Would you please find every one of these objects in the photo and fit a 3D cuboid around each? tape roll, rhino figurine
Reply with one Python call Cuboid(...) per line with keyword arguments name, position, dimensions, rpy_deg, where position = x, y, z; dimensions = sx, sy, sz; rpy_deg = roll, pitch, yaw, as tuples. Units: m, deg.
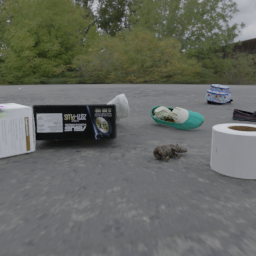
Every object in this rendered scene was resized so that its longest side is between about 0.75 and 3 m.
Cuboid(name="tape roll", position=(2.311, 0.418, 5.646), dimensions=(1.234, 0.847, 1.234), rpy_deg=(1, 11, 0))
Cuboid(name="rhino figurine", position=(1.008, 0.531, 6.514), dimensions=(1.011, 0.302, 0.442), rpy_deg=(-7, 13, -38))

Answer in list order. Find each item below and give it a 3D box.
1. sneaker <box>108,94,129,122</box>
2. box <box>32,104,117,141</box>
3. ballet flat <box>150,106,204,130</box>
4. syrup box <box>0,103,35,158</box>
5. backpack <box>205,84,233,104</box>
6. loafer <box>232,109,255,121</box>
Cuboid(name="sneaker", position=(-0.626, -0.587, 10.117), dimensions=(1.011, 0.793, 2.035), rpy_deg=(-12, -14, -23))
Cuboid(name="box", position=(-1.407, -0.186, 7.942), dimensions=(2.148, 0.925, 1.759), rpy_deg=(-1, 3, -5))
Cuboid(name="ballet flat", position=(1.596, -0.413, 9.888), dimensions=(2.146, 0.723, 0.755), rpy_deg=(10, -21, 47))
Cuboid(name="syrup box", position=(-3.688, 0.140, 6.209), dimensions=(2.914, 1.186, 1.147), rpy_deg=(-11, 16, -41))
Cuboid(name="backpack", position=(5.659, -2.084, 17.637), dimensions=(1.643, 1.266, 1.565), rpy_deg=(10, 25, 30))
Cuboid(name="loafer", position=(5.031, -0.523, 11.430), dimensions=(1.450, 0.457, 0.521), rpy_deg=(5, 12, 24))
